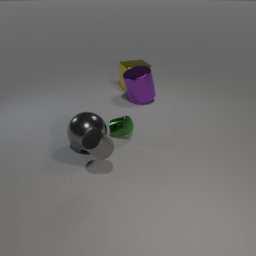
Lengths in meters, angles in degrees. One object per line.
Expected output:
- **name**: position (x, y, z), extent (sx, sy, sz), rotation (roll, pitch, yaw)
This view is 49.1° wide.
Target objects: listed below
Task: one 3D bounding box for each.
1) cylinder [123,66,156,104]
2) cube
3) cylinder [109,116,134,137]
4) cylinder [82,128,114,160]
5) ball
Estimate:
- **cylinder**: position (0.565, -2.127, 13.761), extent (1.400, 1.400, 1.400), rotation (-11, 36, 8)
- **cube**: position (0.388, -2.881, 15.468), extent (1.400, 1.400, 1.400), rotation (-10, 30, -18)
- **cylinder**: position (-0.251, -0.066, 10.735), extent (0.700, 0.700, 0.700), rotation (-13, 20, 31)
- **cylinder**: position (-0.855, 0.465, 8.046), extent (0.700, 0.700, 0.700), rotation (-15, 53, 21)
- **ball**: position (-1.438, 0.122, 9.892), extent (1.400, 1.400, 1.400), rotation (0, 28, 0)
